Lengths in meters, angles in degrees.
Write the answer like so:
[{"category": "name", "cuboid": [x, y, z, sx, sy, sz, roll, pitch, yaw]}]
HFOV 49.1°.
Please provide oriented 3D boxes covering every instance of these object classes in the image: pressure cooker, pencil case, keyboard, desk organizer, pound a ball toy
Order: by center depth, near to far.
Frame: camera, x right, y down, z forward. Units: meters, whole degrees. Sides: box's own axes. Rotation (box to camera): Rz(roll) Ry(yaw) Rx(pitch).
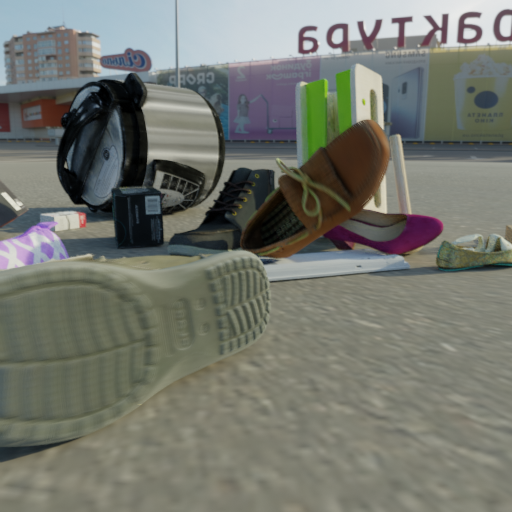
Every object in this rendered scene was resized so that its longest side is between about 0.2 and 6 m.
[{"category": "pencil case", "cuboid": [-2.971, 0.267, 5.621, 0.952, 0.970, 2.268, -5, 7, 32]}, {"category": "keyboard", "cuboid": [0.108, 0.180, 8.036, 4.214, 0.225, 1.186, -4, 7, -20]}, {"category": "desk organizer", "cuboid": [-4.841, -0.701, 9.810, 0.879, 0.819, 2.284, -40, 16, 0]}, {"category": "pound a ball toy", "cuboid": [2.017, -1.635, 10.176, 2.205, 3.381, 1.436, -6, -5, 39]}, {"category": "pressure cooker", "cuboid": [-3.059, -2.630, 13.861, 3.690, 3.245, 3.296, -7, 10, -44]}]

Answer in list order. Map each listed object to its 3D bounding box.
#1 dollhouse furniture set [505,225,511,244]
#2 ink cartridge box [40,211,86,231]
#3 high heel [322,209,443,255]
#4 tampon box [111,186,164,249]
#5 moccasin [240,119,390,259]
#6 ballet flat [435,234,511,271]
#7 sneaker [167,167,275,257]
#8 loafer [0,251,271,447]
[{"category": "dollhouse furniture set", "cuboid": [5.457, -0.841, 10.034, 1.596, 1.301, 1.518, 3, 12, 12]}, {"category": "ink cartridge box", "cuboid": [-4.127, -0.748, 11.964, 0.563, 0.318, 0.767, 10, 15, 37]}, {"category": "high heel", "cuboid": [1.822, -0.507, 8.718, 1.997, 0.960, 0.673, -9, 48, 39]}, {"category": "tampon box", "cuboid": [-2.200, -0.740, 10.312, 0.824, 0.978, 1.305, -4, 13, -15]}, {"category": "moccasin", "cuboid": [0.676, -0.805, 7.431, 1.042, 0.987, 2.698, -10, -17, -41]}, {"category": "ballet flat", "cuboid": [3.402, -0.076, 8.348, 1.566, 0.554, 0.554, -3, 12, -17]}, {"category": "sneaker", "cuboid": [-0.525, -0.736, 9.171, 0.983, 1.396, 2.627, 4, 11, 31]}, {"category": "loafer", "cuboid": [-1.166, 0.564, 4.319, 1.082, 1.168, 3.105, -2, 2, 39]}]
